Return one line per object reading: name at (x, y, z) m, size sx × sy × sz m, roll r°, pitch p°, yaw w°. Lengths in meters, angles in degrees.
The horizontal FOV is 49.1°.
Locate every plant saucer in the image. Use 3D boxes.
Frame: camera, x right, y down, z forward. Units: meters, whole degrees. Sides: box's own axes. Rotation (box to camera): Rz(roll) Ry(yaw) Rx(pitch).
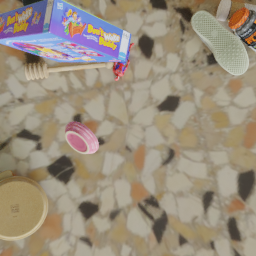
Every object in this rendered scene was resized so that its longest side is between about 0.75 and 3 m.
plant saucer at (-0.980, 0.241, 5.708) m, size 0.808 × 0.808 × 0.205 m, roll 36°, pitch 53°, yaw 5°

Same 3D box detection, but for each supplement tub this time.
supplement tub at (3.367, -2.646, 7.567) m, size 1.222 × 0.749 × 0.749 m, roll 28°, pitch 81°, yaw -19°

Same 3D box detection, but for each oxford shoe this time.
oxford shoe at (2.564, -2.377, 7.786) m, size 0.797 × 0.612 × 2.119 m, roll -42°, pitch 91°, yaw 19°

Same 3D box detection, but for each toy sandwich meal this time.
toy sandwich meal at (-2.898, 1.961, 7.097) m, size 1.733 × 0.593 × 1.733 m, roll 2°, pitch 85°, yaw -21°

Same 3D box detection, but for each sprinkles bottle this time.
sprinkles bottle at (3.405, -3.196, 7.927) m, size 1.681 × 0.573 × 0.573 m, roll 12°, pitch 81°, yaw 2°

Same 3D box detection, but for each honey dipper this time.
honey dipper at (-1.599, -1.695, 7.795) m, size 2.430 × 0.461 × 0.461 m, roll -8°, pitch 81°, yaw -5°

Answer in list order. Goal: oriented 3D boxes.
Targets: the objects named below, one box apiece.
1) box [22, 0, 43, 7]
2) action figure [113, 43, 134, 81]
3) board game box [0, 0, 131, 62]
box at (-2.324, -3.275, 7.903) m, size 1.041 × 0.647 × 0.773 m, roll -13°, pitch 81°, yaw -2°
action figure at (-0.159, -1.882, 7.848) m, size 0.393 × 0.310 × 1.201 m, roll 20°, pitch 83°, yaw -21°
board game box at (-1.217, -1.571, 4.866) m, size 2.152 × 1.447 × 0.482 m, roll 14°, pitch 94°, yaw 44°
